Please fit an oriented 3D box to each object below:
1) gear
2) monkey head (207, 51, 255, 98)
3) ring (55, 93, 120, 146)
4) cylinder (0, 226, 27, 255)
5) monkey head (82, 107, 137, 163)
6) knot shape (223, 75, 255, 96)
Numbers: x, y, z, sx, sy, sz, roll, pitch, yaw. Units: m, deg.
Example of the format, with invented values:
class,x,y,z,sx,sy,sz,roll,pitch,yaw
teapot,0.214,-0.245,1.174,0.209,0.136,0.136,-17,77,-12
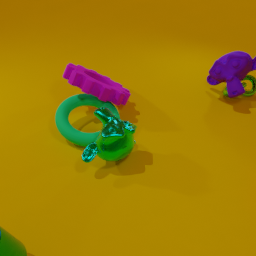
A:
class,x,y,z,sx,sy,sz,roll,pitch,yaw
gear,-0.881,-1.272,8.115,1.959,0.362,1.959,25,16,-7
monkey head,3.199,-1.602,8.457,1.907,1.372,1.149,-20,-7,36
ring,-1.059,-0.253,7.485,1.729,0.346,1.729,6,51,-8
cylinder,-2.103,1.944,4.228,0.834,0.834,0.834,-9,46,9
monkey head,-0.412,0.172,6.528,1.649,0.994,1.186,-19,55,-43
knot shape,3.499,-1.349,9.029,1.154,0.533,1.080,24,44,33
